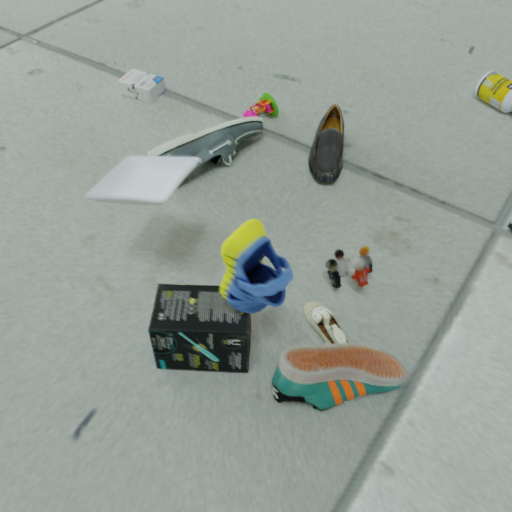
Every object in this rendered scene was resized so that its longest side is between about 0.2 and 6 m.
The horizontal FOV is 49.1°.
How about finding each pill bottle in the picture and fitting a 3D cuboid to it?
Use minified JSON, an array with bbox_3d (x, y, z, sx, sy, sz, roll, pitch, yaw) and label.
[{"bbox_3d":[6.621,-4.301,14.942,0.757,0.757,1.351,-28,54,-23],"label":"pill bottle"}]

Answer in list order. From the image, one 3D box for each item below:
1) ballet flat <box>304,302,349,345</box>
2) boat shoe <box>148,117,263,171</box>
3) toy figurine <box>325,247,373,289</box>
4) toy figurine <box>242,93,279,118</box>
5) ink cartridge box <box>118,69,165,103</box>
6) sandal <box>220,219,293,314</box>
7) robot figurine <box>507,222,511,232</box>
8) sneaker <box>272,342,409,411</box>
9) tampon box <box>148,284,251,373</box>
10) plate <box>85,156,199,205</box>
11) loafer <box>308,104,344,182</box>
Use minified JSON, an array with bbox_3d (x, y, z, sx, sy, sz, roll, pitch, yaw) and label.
[{"bbox_3d":[1.344,1.279,10.117,0.502,0.464,1.488,-20,51,-17],"label":"ballet flat"},{"bbox_3d":[-1.049,-2.534,13.443,3.127,1.138,0.966,-25,96,-29],"label":"boat shoe"},{"bbox_3d":[1.797,0.192,10.740,0.834,0.580,0.821,-5,25,29],"label":"toy figurine"},{"bbox_3d":[-0.005,-3.786,14.665,0.852,0.695,0.926,-33,33,-15],"label":"toy figurine"},{"bbox_3d":[-3.171,-4.711,15.519,1.041,0.439,0.760,21,51,18],"label":"ink cartridge box"},{"bbox_3d":[0.031,0.414,8.143,0.884,2.224,0.968,-39,70,-14],"label":"sandal"},{"bbox_3d":[5.622,-0.672,11.996,0.349,0.290,0.465,35,56,20],"label":"robot figurine"},{"bbox_3d":[1.353,2.035,9.276,2.382,0.952,0.850,7,35,-21],"label":"sneaker"},{"bbox_3d":[-0.903,1.244,9.633,1.619,1.213,1.022,2,46,1],"label":"tampon box"},{"bbox_3d":[-1.801,-1.203,9.098,1.424,0.231,1.427,4,38,20],"label":"plate"},{"bbox_3d":[1.715,-2.711,13.448,0.848,0.842,2.329,5,49,3],"label":"loafer"}]
